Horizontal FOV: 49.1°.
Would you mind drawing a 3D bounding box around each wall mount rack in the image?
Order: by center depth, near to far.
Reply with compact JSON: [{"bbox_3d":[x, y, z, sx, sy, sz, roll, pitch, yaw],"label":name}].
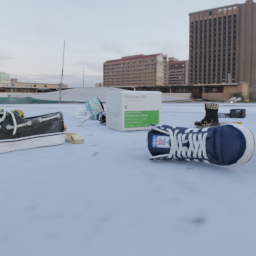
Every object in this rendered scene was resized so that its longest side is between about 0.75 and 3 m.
[{"bbox_3d":[-1.877,-0.516,11.528,0.941,0.351,0.818,-42,31,-13],"label":"wall mount rack"}]

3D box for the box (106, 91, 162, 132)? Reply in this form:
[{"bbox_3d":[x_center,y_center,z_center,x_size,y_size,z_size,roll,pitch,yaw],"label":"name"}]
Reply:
[{"bbox_3d":[0.181,-0.666,10.390,1.627,1.400,1.635,-3,7,-24],"label":"box"}]

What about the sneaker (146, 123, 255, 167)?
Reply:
[{"bbox_3d":[1.064,0.274,4.890,1.139,0.736,2.100,3,-2,-20],"label":"sneaker"}]

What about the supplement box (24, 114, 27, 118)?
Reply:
[{"bbox_3d":[-5.407,-0.470,13.372,0.963,0.354,0.607,1,7,8],"label":"supplement box"}]

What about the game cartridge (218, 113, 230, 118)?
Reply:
[{"bbox_3d":[5.513,-0.775,16.673,0.960,0.284,1.482,0,5,45],"label":"game cartridge"}]

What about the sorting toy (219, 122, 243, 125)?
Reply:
[{"bbox_3d":[3.941,-0.138,11.329,1.491,0.200,1.111,-1,2,-6],"label":"sorting toy"}]

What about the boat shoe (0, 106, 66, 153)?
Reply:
[{"bbox_3d":[-2.695,0.004,6.333,2.852,0.974,1.053,-5,8,-39],"label":"boat shoe"}]

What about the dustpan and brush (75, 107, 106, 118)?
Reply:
[{"bbox_3d":[-2.226,-1.069,16.827,1.894,0.777,2.713,-1,6,-10],"label":"dustpan and brush"}]

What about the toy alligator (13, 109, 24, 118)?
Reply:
[{"bbox_3d":[-4.046,-0.060,8.598,2.567,0.761,0.696,-3,-34,-15],"label":"toy alligator"}]

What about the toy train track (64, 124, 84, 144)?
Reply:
[{"bbox_3d":[-1.921,0.111,8.111,1.369,0.388,2.387,-5,8,-35],"label":"toy train track"}]

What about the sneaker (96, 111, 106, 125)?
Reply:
[{"bbox_3d":[-1.102,-0.451,12.317,0.873,0.564,1.610,-3,10,-43],"label":"sneaker"}]

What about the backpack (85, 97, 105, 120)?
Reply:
[{"bbox_3d":[-1.684,-0.977,14.526,0.983,1.159,1.306,-24,16,-11],"label":"backpack"}]

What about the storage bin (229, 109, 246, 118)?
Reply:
[{"bbox_3d":[6.298,-0.839,16.048,0.734,0.509,1.086,4,8,31],"label":"storage bin"}]

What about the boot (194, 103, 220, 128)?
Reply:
[{"bbox_3d":[2.972,-0.453,10.532,0.464,0.954,1.267,-3,7,-21],"label":"boot"}]
